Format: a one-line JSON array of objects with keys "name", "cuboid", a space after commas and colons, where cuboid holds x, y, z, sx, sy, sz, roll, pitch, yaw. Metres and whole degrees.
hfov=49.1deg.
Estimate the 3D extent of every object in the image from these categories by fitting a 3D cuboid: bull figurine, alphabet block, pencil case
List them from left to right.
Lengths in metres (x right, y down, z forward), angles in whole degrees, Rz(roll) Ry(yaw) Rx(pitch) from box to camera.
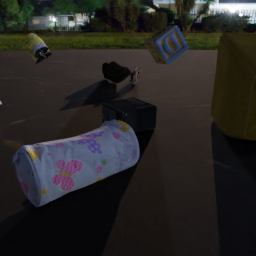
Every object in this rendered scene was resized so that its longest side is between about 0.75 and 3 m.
[{"name": "pencil case", "cuboid": [-0.909, 0.586, 5.502, 2.433, 1.104, 1.011, -19, 7, -38]}, {"name": "bull figurine", "cuboid": [0.466, -3.103, 16.465, 0.540, 1.006, 1.657, 23, 13, -5]}, {"name": "alphabet block", "cuboid": [1.358, -2.972, 10.041, 1.011, 1.006, 1.030, -37, 22, -6]}]

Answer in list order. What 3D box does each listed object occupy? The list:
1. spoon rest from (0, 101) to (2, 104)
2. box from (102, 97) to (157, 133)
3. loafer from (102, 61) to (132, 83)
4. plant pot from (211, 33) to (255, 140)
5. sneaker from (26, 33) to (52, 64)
[{"name": "spoon rest", "cuboid": [-5.862, -1.010, 11.353, 0.726, 0.443, 1.461, 14, 11, 32]}, {"name": "box", "cuboid": [0.030, -0.407, 8.880, 1.268, 0.786, 1.246, -12, 23, -32]}, {"name": "loafer", "cuboid": [-0.852, -3.400, 16.689, 1.061, 1.037, 2.907, -40, 29, -19]}, {"name": "plant pot", "cuboid": [4.018, -0.986, 7.792, 2.875, 2.856, 2.941, 4, 25, 10]}, {"name": "sneaker", "cuboid": [-2.904, -2.578, 8.935, 0.638, 0.737, 1.632, -38, 8, -14]}]
